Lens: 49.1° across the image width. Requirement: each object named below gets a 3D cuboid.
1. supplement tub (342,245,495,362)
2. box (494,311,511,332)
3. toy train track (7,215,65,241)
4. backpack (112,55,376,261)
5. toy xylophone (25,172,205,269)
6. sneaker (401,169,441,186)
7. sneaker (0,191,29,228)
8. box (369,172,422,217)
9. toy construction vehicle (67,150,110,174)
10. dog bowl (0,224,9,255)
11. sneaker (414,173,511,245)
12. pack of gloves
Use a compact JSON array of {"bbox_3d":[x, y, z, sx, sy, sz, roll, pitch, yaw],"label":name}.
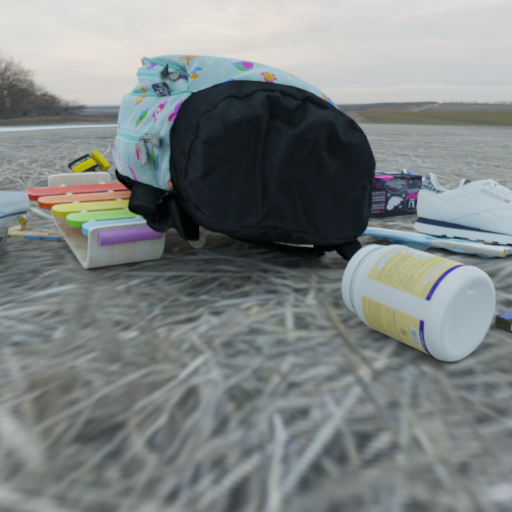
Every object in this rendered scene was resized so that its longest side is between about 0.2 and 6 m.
[{"bbox_3d":[1.725,0.450,6.125,1.016,1.016,1.397,-11,21,-33],"label":"supplement tub"},{"bbox_3d":[3.392,0.760,6.573,1.016,0.165,0.616,-11,20,-29],"label":"box"},{"bbox_3d":[-4.283,-0.524,10.575,2.301,0.374,1.320,4,17,11],"label":"toy train track"},{"bbox_3d":[-0.529,-1.771,9.207,3.708,2.812,4.443,14,9,-35],"label":"backpack"},{"bbox_3d":[-2.431,-0.696,9.878,2.457,0.843,3.356,-12,28,-36],"label":"toy xylophone"},{"bbox_3d":[4.020,-1.601,13.804,0.868,0.765,1.947,6,24,-3],"label":"sneaker"},{"bbox_3d":[-4.479,-0.209,8.139,1.154,1.119,3.160,6,21,16],"label":"sneaker"},{"bbox_3d":[2.787,-1.395,12.614,1.536,0.881,1.015,-5,15,-21],"label":"box"},{"bbox_3d":[-3.272,-1.951,13.479,1.623,0.656,1.864,44,61,13],"label":"toy construction vehicle"},{"bbox_3d":[-4.963,-0.242,9.387,1.579,0.463,1.579,0,18,0],"label":"dog bowl"},{"bbox_3d":[4.223,-0.771,9.792,2.833,1.140,1.082,11,4,26],"label":"sneaker"},{"bbox_3d":[2.858,-0.087,9.290,2.526,0.498,2.122,11,6,30],"label":"pack of gloves"}]
